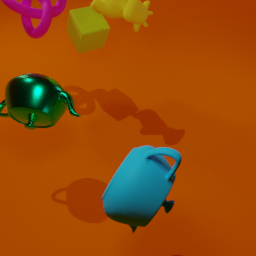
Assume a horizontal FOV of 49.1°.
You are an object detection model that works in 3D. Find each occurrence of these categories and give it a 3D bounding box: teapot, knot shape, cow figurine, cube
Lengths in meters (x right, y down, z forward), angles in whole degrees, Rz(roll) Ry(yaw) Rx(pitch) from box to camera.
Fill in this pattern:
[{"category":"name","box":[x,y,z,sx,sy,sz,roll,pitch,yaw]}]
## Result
[{"category":"teapot","box":[0.227,1.024,4.459,1.019,2.081,1.294,32,38,6]},{"category":"knot shape","box":[-2.613,-3.384,7.957,1.767,0.816,1.653,-8,87,-4]},{"category":"teapot","box":[-1.828,-0.456,5.721,2.063,1.283,1.010,-2,65,18]},{"category":"cow figurine","box":[-0.168,-2.993,7.007,1.423,0.794,1.446,21,12,-17]},{"category":"cube","box":[-1.169,-2.848,8.108,0.870,0.870,0.870,-23,77,-26]}]
